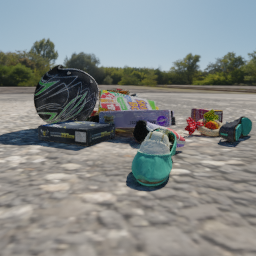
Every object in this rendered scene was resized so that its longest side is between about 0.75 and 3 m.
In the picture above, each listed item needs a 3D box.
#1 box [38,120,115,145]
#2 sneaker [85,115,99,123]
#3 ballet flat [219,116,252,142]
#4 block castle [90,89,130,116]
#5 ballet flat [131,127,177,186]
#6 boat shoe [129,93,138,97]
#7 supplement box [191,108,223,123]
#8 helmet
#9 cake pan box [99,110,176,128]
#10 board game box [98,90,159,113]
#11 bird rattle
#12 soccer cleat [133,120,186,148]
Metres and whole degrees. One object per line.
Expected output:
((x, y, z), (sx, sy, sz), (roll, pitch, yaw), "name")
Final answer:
((-1.655, 0.109, 9.181), (2.005, 0.511, 1.581), (6, 10, 29), "box")
((-1.291, -0.414, 12.454), (1.408, 0.531, 0.558), (-7, 9, -39), "sneaker")
((3.560, 0.001, 9.381), (0.760, 0.760, 2.081), (7, 14, 36), "ballet flat")
((-0.980, -1.271, 14.568), (1.088, 1.549, 2.318), (6, 10, 38), "block castle")
((0.604, 0.432, 6.046), (0.826, 0.863, 2.452), (6, 11, 13), "ballet flat")
((-0.309, -1.149, 13.840), (0.991, 0.862, 2.688), (8, 16, 36), "boat shoe")
((3.627, -0.552, 12.919), (0.814, 0.642, 1.244), (-5, 10, -30), "supplement box")
((-2.452, -1.194, 11.102), (2.528, 2.528, 2.410), (-5, 25, -28), "helmet")
((0.489, -0.355, 10.537), (2.579, 0.675, 2.375), (-1, 4, 12), "cake pan box")
((0.123, -0.930, 12.618), (2.873, 0.431, 1.373), (13, 40, -12), "board game box")
((2.839, -0.117, 10.077), (1.495, 0.842, 1.218), (-11, 30, -37), "bird rattle")
((0.842, 0.229, 8.352), (0.761, 0.709, 2.079), (15, 1, -27), "soccer cleat")
